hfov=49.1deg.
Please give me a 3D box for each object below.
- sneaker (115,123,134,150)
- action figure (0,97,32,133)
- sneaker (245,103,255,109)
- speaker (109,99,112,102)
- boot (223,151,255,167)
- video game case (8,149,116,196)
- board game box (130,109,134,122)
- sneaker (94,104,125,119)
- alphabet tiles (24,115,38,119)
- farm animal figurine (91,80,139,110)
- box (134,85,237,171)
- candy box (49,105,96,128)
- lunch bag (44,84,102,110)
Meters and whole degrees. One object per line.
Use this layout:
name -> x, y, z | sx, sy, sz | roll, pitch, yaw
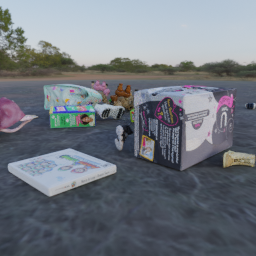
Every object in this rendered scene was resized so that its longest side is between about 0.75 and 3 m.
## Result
sneaker -> -0.095, 0.260, 8.297 | 0.497, 0.873, 0.329 | -21, 43, -30
action figure -> -4.743, 0.000, 9.433 | 1.856, 2.063, 2.771 | -38, 26, 11
sneaker -> 7.151, -1.287, 16.417 | 0.362, 0.357, 0.911 | 6, 2, 4
speaker -> -0.426, -1.530, 16.811 | 1.525, 0.675, 0.675 | -11, 17, -41
boot -> 2.813, 0.820, 7.077 | 0.707, 0.331, 0.909 | 8, 11, 32
video game case -> -1.574, 0.954, 6.651 | 1.954, 0.231, 1.778 | 13, 18, 43
board game box -> 1.339, -0.577, 12.177 | 2.216, 0.528, 1.126 | 9, 28, 27
sneaker -> -0.815, -0.823, 12.914 | 0.721, 0.668, 1.779 | 32, 16, 32
alphabet tiles -> -4.927, -0.504, 13.535 | 1.002, 0.075, 1.025 | 3, 13, 12
farm animal figurine -> -0.565, -1.544, 15.249 | 2.925, 1.542, 2.958 | 8, 5, -40
box -> 1.709, -0.208, 7.978 | 1.657, 1.908, 2.888 | 12, 17, 41
candy box -> -2.410, -0.523, 12.087 | 1.872, 0.721, 1.583 | -4, 16, -13
lunch bag -> -2.641, -1.451, 13.983 | 2.392, 1.458, 2.037 | -2, -1, 13
